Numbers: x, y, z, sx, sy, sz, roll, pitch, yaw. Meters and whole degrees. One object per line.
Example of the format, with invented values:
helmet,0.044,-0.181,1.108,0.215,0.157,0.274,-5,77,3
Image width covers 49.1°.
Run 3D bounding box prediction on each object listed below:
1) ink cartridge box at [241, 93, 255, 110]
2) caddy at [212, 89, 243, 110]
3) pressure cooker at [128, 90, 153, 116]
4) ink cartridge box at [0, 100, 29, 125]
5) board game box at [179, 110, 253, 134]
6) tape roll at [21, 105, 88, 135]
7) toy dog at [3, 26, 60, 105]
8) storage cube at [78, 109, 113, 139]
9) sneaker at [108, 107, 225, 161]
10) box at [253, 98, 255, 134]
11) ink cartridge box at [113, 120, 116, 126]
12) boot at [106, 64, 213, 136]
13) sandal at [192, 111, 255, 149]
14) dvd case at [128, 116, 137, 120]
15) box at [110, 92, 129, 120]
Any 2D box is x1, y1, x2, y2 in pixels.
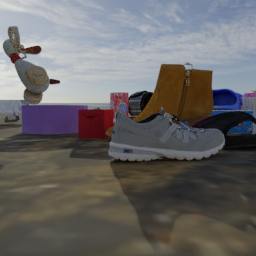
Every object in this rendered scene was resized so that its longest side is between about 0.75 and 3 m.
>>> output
ink cartridge box,5.291,-0.602,9.870,2.252,1.344,0.473,6,38,43
caddy,3.716,-0.799,11.446,1.133,1.525,2.158,2,0,-38
pressure cooker,1.034,-1.769,21.806,2.071,2.104,2.355,29,-15,-37
ink cartridge box,-5.606,-0.792,13.482,1.657,0.725,1.204,-2,38,-33
board game box,3.231,-0.266,9.548,2.503,0.700,2.451,3,4,34
tape roll,-2.291,-0.301,8.901,2.050,0.871,2.050,0,5,0
toy dog,-3.133,-2.042,9.301,1.195,2.481,1.636,-17,-6,-39
storage cube,-0.799,-0.114,7.150,0.701,0.737,0.820,1,3,16
sneaker,0.648,0.068,4.206,1.878,0.770,0.702,-1,4,-20
box,3.816,-0.174,5.999,1.522,1.000,1.530,-2,4,-22
ink cartridge box,-0.203,-0.020,8.018,1.008,0.433,0.738,2,4,43
boot,0.704,-0.585,6.494,2.459,1.760,0.865,0,3,6
sandal,1.676,0.015,5.491,2.907,0.696,1.093,0,4,5
dvd case,0.738,-0.640,18.238,2.397,0.264,1.750,-1,4,2
box,-0.445,-0.999,13.999,0.731,1.545,0.793,-2,4,-23
